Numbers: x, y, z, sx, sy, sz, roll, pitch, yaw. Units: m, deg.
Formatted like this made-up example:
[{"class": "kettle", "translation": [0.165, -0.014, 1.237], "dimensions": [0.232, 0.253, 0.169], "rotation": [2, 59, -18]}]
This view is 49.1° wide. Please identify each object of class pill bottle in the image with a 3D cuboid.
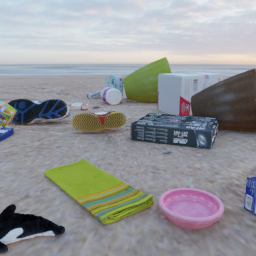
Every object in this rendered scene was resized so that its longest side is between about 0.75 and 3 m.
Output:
[{"class": "pill bottle", "translation": [-1.107, -1.986, 17.080], "dimensions": [0.977, 0.977, 1.741], "rotation": [-5, 15, -21]}]

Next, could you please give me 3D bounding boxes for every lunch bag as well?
[{"class": "lunch bag", "translation": [-0.973, -2.698, 18.731], "dimensions": [0.777, 1.616, 2.015], "rotation": [-1, 7, -22]}]

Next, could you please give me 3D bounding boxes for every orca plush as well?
[{"class": "orca plush", "translation": [-1.715, 1.445, 4.240], "dimensions": [1.463, 0.520, 0.770], "rotation": [1, 14, 5]}]

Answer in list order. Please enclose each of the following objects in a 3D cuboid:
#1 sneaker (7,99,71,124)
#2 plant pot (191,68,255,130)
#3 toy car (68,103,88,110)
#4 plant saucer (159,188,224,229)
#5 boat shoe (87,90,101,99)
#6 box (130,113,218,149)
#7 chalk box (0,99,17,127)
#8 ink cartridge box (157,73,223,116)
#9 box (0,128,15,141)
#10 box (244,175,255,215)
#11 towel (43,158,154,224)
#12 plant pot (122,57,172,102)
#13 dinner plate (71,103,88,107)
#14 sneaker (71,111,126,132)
[{"class": "sneaker", "translation": [-3.854, -0.637, 12.033], "dimensions": [2.913, 1.103, 1.122], "rotation": [3, -7, 9]}, {"class": "plant pot", "translation": [3.780, -0.909, 10.829], "dimensions": [2.471, 2.310, 2.310], "rotation": [-8, 10, 25]}, {"class": "toy car", "translation": [-2.718, -1.171, 14.995], "dimensions": [1.183, 0.394, 0.580], "rotation": [0, 14, -1]}, {"class": "plant saucer", "translation": [1.092, 1.408, 4.901], "dimensions": [1.098, 0.278, 1.098], "rotation": [0, 15, 0]}, {"class": "boat shoe", "translation": [-2.199, -2.349, 19.420], "dimensions": [1.446, 0.521, 0.513], "rotation": [-14, 23, -38]}, {"class": "box", "translation": [1.693, 0.013, 9.821], "dimensions": [2.685, 0.584, 2.151], "rotation": [5, 15, 20]}, {"class": "chalk box", "translation": [-4.632, -0.595, 10.092], "dimensions": [0.945, 0.586, 0.590], "rotation": [36, 29, -13]}, {"class": "ink cartridge box", "translation": [3.135, -1.788, 14.217], "dimensions": [2.673, 1.942, 1.933], "rotation": [-7, 16, -27]}, {"class": "box", "translation": [-4.638, 0.270, 9.517], "dimensions": [0.905, 0.242, 1.494], "rotation": [1, 14, 6]}, {"class": "box", "translation": [2.410, 1.282, 4.656], "dimensions": [0.171, 0.640, 1.057], "rotation": [-5, 15, -22]}, {"class": "towel", "translation": [-0.750, 1.182, 5.895], "dimensions": [1.147, 0.241, 2.666], "rotation": [-10, 17, -37]}, {"class": "plant pot", "translation": [1.219, -2.732, 17.537], "dimensions": [2.918, 2.731, 2.731], "rotation": [-14, 14, 3]}, {"class": "dinner plate", "translation": [-2.849, -1.384, 16.427], "dimensions": [1.067, 0.129, 1.067], "rotation": [1, 14, 0]}, {"class": "sneaker", "translation": [-1.092, -0.244, 10.611], "dimensions": [2.046, 0.767, 0.922], "rotation": [-1, 3, -5]}]
